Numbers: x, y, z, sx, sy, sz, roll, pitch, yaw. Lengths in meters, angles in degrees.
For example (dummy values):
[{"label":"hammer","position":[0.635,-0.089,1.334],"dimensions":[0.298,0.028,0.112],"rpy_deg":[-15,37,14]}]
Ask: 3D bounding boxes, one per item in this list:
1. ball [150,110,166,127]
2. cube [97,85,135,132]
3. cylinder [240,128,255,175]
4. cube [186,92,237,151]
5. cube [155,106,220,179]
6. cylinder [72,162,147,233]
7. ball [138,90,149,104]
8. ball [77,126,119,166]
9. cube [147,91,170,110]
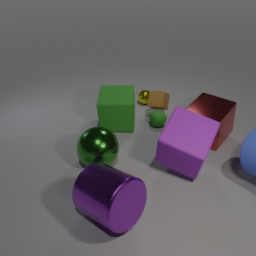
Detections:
[{"label":"ball","position":[1.267,-0.387,11.786],"dimensions":[0.700,0.700,0.700],"rpy_deg":[0,30,0]},{"label":"cube","position":[-0.443,-0.807,11.517],"dimensions":[1.400,1.400,1.400],"rpy_deg":[0,40,4]},{"label":"cylinder","position":[4.160,0.789,7.844],"dimensions":[1.400,1.400,1.400],"rpy_deg":[-18,19,-28]},{"label":"cube","position":[3.078,-0.276,10.614],"dimensions":[1.400,1.400,1.400],"rpy_deg":[25,50,34]},{"label":"cube","position":[1.782,0.455,8.583],"dimensions":[1.400,1.400,1.400],"rpy_deg":[24,61,16]},{"label":"cylinder","position":[-0.470,1.736,7.200],"dimensions":[1.400,1.400,1.400],"rpy_deg":[15,32,41]},{"label":"ball","position":[0.830,-1.516,13.727],"dimensions":[0.700,0.700,0.700],"rpy_deg":[0,30,0]},{"label":"ball","position":[-0.994,0.644,9.288],"dimensions":[1.400,1.400,1.400],"rpy_deg":[0,30,0]},{"label":"cube","position":[1.336,-1.210,12.202],"dimensions":[0.700,0.700,0.700],"rpy_deg":[6,-3,28]}]
